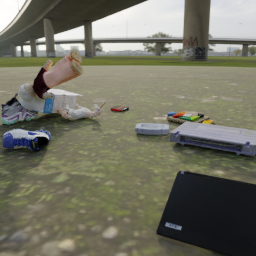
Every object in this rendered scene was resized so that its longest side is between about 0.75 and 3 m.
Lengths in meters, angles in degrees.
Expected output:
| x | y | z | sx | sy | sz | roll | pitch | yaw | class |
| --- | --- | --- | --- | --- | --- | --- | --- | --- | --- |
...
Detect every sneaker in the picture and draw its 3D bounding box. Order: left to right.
| x | y | z | sx | sy | sz | roll | pitch | yaw | class |
| --- | --- | --- | --- | --- | --- | --- | --- | --- | --- |
| -4.531 | -0.886 | 11.790 | 0.661 | 1.189 | 1.700 | 10 | 19 | 31 | sneaker |
| -3.048 | 0.375 | 8.518 | 1.437 | 0.581 | 0.830 | -4 | 14 | -20 | sneaker |

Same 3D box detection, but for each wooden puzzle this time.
| x | y | z | sx | sy | sz | roll | pitch | yaw | class |
| --- | --- | --- | --- | --- | --- | --- | --- | --- | --- |
| 2.599 | -0.460 | 11.994 | 2.325 | 0.272 | 1.569 | 12 | 20 | 36 | wooden puzzle |

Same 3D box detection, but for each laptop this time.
| x | y | z | sx | sy | sz | roll | pitch | yaw | class |
| --- | --- | --- | --- | --- | --- | --- | --- | --- | --- |
| 1.890 | 1.539 | 5.305 | 1.997 | 1.164 | 2.253 | 8 | -8 | 25 | laptop |

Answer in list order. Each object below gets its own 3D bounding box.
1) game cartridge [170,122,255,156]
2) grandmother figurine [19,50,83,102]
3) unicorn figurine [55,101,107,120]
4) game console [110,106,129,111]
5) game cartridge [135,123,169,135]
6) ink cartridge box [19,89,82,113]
| x | y | z | sx | sy | sz | roll | pitch | yaw | class |
| --- | --- | --- | --- | --- | --- | --- | --- | --- | --- |
| 2.855 | 0.295 | 9.103 | 2.580 | 0.495 | 1.673 | 9 | 14 | 29 | game cartridge |
| -3.123 | -1.832 | 11.021 | 2.968 | 0.899 | 1.800 | -24 | 48 | 22 | grandmother figurine |
| -2.073 | -0.722 | 12.359 | 1.955 | 0.722 | 1.343 | -28 | 40 | -31 | unicorn figurine |
| -0.414 | -0.965 | 14.065 | 0.740 | 0.130 | 0.837 | 11 | 19 | 22 | game console |
| 0.895 | 0.034 | 10.365 | 1.228 | 0.255 | 0.818 | 2 | 20 | 8 | game cartridge |
| -3.486 | -1.284 | 13.013 | 1.522 | 0.876 | 2.627 | 17 | 11 | 25 | ink cartridge box |
